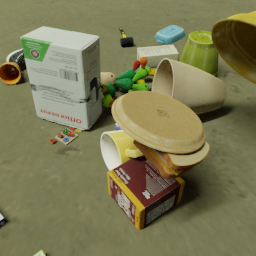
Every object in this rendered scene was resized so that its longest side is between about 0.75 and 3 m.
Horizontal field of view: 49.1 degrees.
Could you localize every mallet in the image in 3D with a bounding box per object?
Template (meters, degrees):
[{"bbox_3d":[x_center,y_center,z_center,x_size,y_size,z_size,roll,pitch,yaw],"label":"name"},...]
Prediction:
[{"bbox_3d":[-0.288,-4.574,13.959,0.652,0.407,1.979,-15,40,-10],"label":"mallet"}]

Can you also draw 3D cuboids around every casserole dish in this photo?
[{"bbox_3d":[2.132,-4.759,14.124,1.066,0.341,1.759,34,52,30],"label":"casserole dish"}]

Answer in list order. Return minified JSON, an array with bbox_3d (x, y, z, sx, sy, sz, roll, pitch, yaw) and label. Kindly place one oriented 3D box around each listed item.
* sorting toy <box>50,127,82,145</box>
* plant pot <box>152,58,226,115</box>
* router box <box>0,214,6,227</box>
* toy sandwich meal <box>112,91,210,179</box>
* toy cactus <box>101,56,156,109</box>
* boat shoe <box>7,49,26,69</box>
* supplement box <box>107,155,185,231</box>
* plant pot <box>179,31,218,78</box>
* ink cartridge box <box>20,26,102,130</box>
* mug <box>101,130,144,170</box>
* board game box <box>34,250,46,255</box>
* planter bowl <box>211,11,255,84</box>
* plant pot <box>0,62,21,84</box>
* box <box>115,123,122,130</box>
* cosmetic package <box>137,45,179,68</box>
[{"bbox_3d":[-1.941,0.209,8.941,0.529,0.185,1.097,28,50,26],"label":"sorting toy"},{"bbox_3d":[2.104,-1.199,9.414,2.113,1.979,1.979,4,42,-14],"label":"plant pot"},{"bbox_3d":[-3.581,2.270,6.712,0.836,0.228,0.932,32,52,29],"label":"router box"},{"bbox_3d":[0.671,0.037,6.027,2.304,0.789,2.304,13,34,-9],"label":"toy sandwich meal"},{"bbox_3d":[-0.346,-1.719,10.333,2.380,1.475,2.884,17,54,31],"label":"toy cactus"},{"bbox_3d":[-4.215,-3.278,12.255,0.664,0.832,2.201,26,61,26],"label":"boat shoe"},{"bbox_3d":[0.413,1.495,7.042,1.367,0.908,1.348,-27,49,-26],"label":"supplement box"},{"bbox_3d":[2.850,-2.848,11.111,1.734,1.670,1.734,0,44,0],"label":"plant pot"},{"bbox_3d":[-1.973,-1.526,8.874,2.058,2.808,1.166,16,40,15],"label":"ink cartridge box"},{"bbox_3d":[0.120,0.641,7.806,1.256,1.226,1.530,-15,37,-28],"label":"mug"},{"bbox_3d":[-2.299,3.355,5.550,1.809,0.271,0.864,-29,49,-30],"label":"board game box"},{"bbox_3d":[3.634,-2.254,7.377,2.712,2.712,1.129,39,89,34],"label":"planter bowl"},{"bbox_3d":[-4.657,-2.261,11.192,0.834,0.834,0.763,-6,28,-7],"label":"plant pot"},{"bbox_3d":[-0.049,-0.125,9.321,0.476,0.166,0.799,32,54,29],"label":"box"},{"bbox_3d":[1.271,-3.111,12.172,1.650,0.587,0.868,-6,44,-6],"label":"cosmetic package"}]
